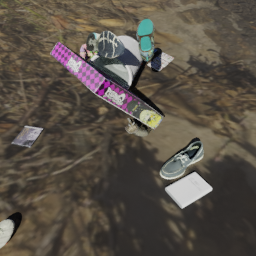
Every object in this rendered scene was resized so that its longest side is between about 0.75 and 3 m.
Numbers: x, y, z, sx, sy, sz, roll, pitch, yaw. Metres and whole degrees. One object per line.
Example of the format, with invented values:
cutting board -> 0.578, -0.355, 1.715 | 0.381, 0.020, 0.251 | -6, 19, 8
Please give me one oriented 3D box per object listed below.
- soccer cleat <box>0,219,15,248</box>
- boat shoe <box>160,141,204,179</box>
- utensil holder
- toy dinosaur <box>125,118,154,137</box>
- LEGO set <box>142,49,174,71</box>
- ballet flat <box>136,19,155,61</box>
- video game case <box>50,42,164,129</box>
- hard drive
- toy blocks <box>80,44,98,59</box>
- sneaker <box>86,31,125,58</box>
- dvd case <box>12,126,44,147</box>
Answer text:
soccer cleat -> -2.829, 2.318, 5.613 | 0.454, 0.508, 1.310 | 21, 44, 23
boat shoe -> 1.444, 0.810, 7.420 | 1.524, 0.471, 0.555 | -27, 47, -28
utensil holder -> -0.375, -2.343, 10.279 | 1.628, 1.628, 1.916 | 11, 40, 13
toy dinosaur -> 0.297, 0.075, 8.205 | 1.212, 0.466, 0.620 | 28, 15, -34
LEGO set -> 0.843, -3.043, 12.186 | 1.885, 0.463, 1.408 | 31, 48, 16
ballet flat -> 0.540, -2.603, 8.387 | 0.581, 0.581, 1.564 | 3, 55, 4
video game case -> -0.623, -1.247, 8.198 | 0.518, 2.623, 2.893 | -54, 47, 7
hard drive -> 1.488, 1.505, 6.869 | 0.962, 0.128, 0.634 | -22, 45, -25
toy blocks -> -1.468, -3.456, 12.083 | 1.075, 0.969, 1.151 | 4, 41, 6
sneaker -> -0.500, -2.393, 7.979 | 0.757, 0.681, 1.754 | -2, 24, -35
dvd case -> -3.002, 0.238, 8.415 | 0.611, 0.066, 0.822 | 9, 41, 11
